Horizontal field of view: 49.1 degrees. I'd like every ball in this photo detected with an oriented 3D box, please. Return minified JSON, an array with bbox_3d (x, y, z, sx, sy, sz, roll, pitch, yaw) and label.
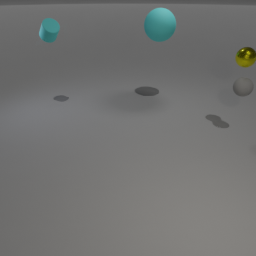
[{"bbox_3d":[4.169,-1.489,10.144,0.700,0.700,0.700,0,27,0],"label":"ball"},{"bbox_3d":[4.099,-2.453,9.730,0.700,0.700,0.700,0,27,0],"label":"ball"},{"bbox_3d":[1.400,-4.506,12.274,1.400,1.400,1.400,0,27,0],"label":"ball"}]

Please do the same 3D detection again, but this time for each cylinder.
[{"bbox_3d":[-3.183,-3.945,11.343,0.700,0.700,0.700,-18,-9,-31],"label":"cylinder"}]
